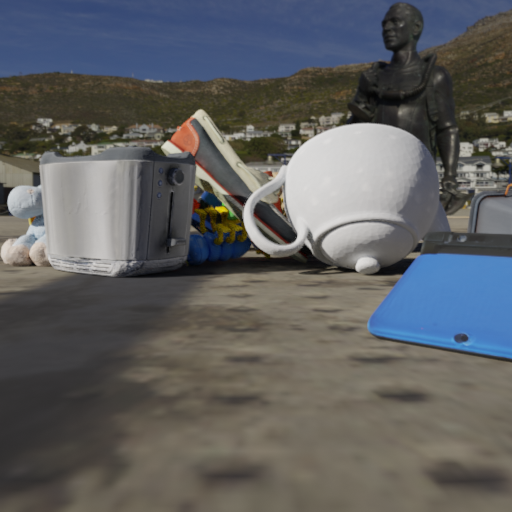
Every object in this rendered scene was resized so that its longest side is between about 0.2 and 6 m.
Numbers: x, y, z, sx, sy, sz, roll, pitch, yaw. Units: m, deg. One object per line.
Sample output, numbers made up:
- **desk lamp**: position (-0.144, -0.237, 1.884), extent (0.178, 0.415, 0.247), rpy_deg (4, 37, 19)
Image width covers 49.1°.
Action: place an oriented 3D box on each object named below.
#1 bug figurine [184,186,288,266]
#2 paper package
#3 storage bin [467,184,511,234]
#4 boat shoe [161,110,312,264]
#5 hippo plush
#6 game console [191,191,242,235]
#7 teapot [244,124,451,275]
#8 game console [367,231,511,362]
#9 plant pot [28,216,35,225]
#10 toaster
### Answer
- **bug figurine**: position (-0.531, -0.598, 9.343), extent (2.682, 0.890, 3.458), rpy_deg (-7, 22, -23)
- **paper package**: position (1.563, -0.866, 10.760), extent (2.364, 1.223, 2.254), rpy_deg (-1, 17, -12)
- **storage bin**: position (5.600, -0.749, 11.554), extent (1.880, 1.368, 1.263), rpy_deg (-1, 16, -11)
- **boat shoe**: position (-0.133, -1.005, 8.267), extent (2.764, 0.865, 0.984), rpy_deg (42, -8, 6)
- **hippo plush**: position (-3.039, -0.488, 8.338), extent (1.187, 1.198, 1.491), rpy_deg (4, 7, 39)
- **game console**: position (-0.704, -0.861, 10.999), extent (1.042, 0.722, 1.221), rpy_deg (-19, -50, 44)
- **teapot**: position (1.305, -0.513, 7.172), extent (2.180, 1.592, 2.152), rpy_deg (-17, -34, 31)
- **game console**: position (1.969, 0.446, 3.769), extent (1.836, 1.086, 1.567), rpy_deg (5, -24, 42)
- **plant pot**: position (-5.220, -1.000, 14.929), extent (1.178, 1.178, 1.109), rpy_deg (2, -10, 20)
- **toaster**: position (-1.892, -0.582, 7.339), extent (2.413, 1.559, 1.371), rpy_deg (4, 6, 33)
